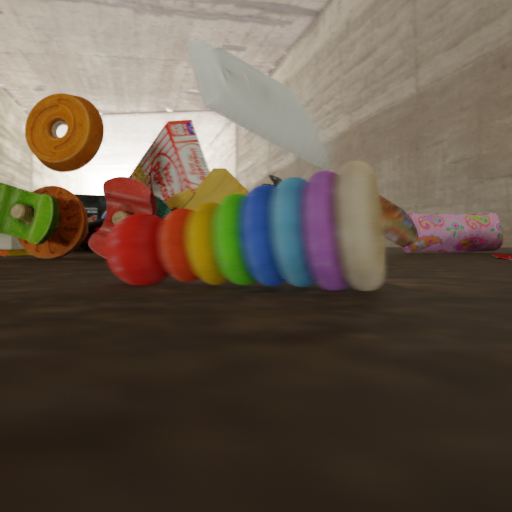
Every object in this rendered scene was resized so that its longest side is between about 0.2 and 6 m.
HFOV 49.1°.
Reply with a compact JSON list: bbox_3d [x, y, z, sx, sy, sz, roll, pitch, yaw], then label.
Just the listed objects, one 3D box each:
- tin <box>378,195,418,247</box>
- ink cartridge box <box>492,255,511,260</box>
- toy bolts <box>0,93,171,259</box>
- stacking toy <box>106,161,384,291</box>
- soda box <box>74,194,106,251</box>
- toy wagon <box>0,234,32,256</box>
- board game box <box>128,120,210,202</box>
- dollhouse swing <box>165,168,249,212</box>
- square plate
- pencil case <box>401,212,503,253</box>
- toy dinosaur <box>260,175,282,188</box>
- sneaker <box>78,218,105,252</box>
[{"bbox_3d":[2.733,-0.730,11.575,1.597,0.894,0.334,25,-50,-32],"label":"tin"},{"bbox_3d":[3.746,-0.251,7.083,1.268,0.606,1.444,-1,1,15],"label":"ink cartridge box"},{"bbox_3d":[-1.965,-0.777,7.194,2.163,2.066,1.500,18,-1,12],"label":"toy bolts"},{"bbox_3d":[-0.098,-0.066,2.401,1.227,0.524,0.524,-6,-1,17],"label":"stacking toy"},{"bbox_3d":[-4.780,-0.870,15.173,4.775,1.512,1.690,0,0,-23],"label":"soda box"},{"bbox_3d":[-5.224,-0.328,10.103,3.222,0.638,2.500,0,1,22],"label":"toy wagon"},{"bbox_3d":[-1.421,-1.088,9.400,0.472,1.545,2.040,-14,-12,-35],"label":"board game box"},{"bbox_3d":[-0.676,-0.644,7.911,0.990,0.870,0.899,43,-27,-25],"label":"dollhouse swing"},{"bbox_3d":[0.066,-2.856,10.180,2.640,0.379,2.665,21,32,-31],"label":"square plate"},{"bbox_3d":[4.416,-0.546,12.732,2.248,0.983,0.983,-1,1,-6],"label":"pencil case"},{"bbox_3d":[1.020,-0.892,16.815,4.672,2.386,3.171,15,14,-3],"label":"toy dinosaur"},{"bbox_3d":[-3.084,-0.482,13.429,2.684,1.030,1.125,-10,8,-1],"label":"sneaker"}]
